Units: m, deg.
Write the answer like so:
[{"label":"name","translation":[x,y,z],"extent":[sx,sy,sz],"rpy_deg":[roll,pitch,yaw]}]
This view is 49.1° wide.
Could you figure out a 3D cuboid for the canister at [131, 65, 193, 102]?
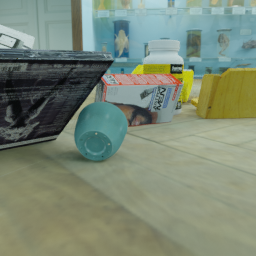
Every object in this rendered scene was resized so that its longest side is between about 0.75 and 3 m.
[{"label":"canister","translation":[1.619,-2.152,13.460],"extent":[2.738,1.185,2.033],"rpy_deg":[9,37,18]}]

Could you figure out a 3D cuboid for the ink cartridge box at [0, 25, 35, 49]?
[{"label":"ink cartridge box","translation":[-2.777,-1.088,6.089],"extent":[0.956,1.635,2.819],"rpy_deg":[16,24,-22]}]

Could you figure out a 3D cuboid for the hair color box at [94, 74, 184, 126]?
[{"label":"hair color box","translation":[0.269,-0.784,7.818],"extent":[2.341,1.298,0.748],"rpy_deg":[-5,37,-26]}]

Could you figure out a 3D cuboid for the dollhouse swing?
[{"label":"dollhouse swing","translation":[3.498,-1.358,9.560],"extent":[2.365,2.150,2.079],"rpy_deg":[-2,34,-6]}]

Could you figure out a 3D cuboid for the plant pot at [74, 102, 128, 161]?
[{"label":"plant pot","translation":[-0.536,0.129,5.142],"extent":[0.996,0.996,0.799],"rpy_deg":[1,29,5]}]

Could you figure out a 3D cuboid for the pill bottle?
[{"label":"pill bottle","translation":[1.206,-1.718,9.667],"extent":[1.383,2.460,1.383],"rpy_deg":[0,13,0]}]

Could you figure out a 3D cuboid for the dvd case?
[{"label":"dvd case","translation":[-1.765,-0.319,4.765],"extent":[2.133,0.229,2.869],"rpy_deg":[-11,-22,-39]}]
